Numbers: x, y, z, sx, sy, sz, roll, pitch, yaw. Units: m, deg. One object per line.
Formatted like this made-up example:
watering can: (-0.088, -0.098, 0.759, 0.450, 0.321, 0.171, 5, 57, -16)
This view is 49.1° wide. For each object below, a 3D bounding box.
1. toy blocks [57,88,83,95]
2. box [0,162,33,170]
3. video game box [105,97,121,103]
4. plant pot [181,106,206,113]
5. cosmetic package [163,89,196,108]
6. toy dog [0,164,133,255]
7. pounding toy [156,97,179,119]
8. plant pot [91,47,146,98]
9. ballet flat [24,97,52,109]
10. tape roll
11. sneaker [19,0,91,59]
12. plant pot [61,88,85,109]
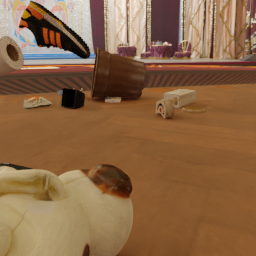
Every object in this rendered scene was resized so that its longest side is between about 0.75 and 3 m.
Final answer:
toy blocks: (-3.637, -2.135, 17.390, 1.585, 0.575, 1.321, -1, 16, -2)
box: (-2.611, 1.174, 6.116, 0.895, 0.556, 0.664, 6, 17, 23)
video game box: (-0.861, -1.649, 16.392, 0.871, 0.204, 0.794, 1, 14, 3)
plant pot: (3.291, -0.944, 14.054, 1.230, 0.169, 1.230, 1, 16, 0)
cosmetic package: (2.876, -1.668, 15.530, 1.029, 0.726, 1.987, 13, 21, 37)
toy dog: (-0.934, 1.320, 3.370, 2.618, 1.884, 2.700, 6, 15, 26)
pounding toy: (1.928, -0.874, 12.780, 0.899, 0.897, 1.568, -5, -2, -15)
plant pot: (-0.598, -3.066, 16.860, 2.960, 2.990, 2.990, 7, 15, -11)
ballet flat: (-4.790, -1.383, 14.926, 1.587, 0.551, 0.551, -15, 22, -43)
tape roll: (-4.269, -2.448, 9.580, 0.812, 1.183, 1.183, -13, 13, 16)
sneaker: (-2.535, -3.093, 9.689, 2.646, 1.190, 0.925, 40, 16, -6)
plant pot: (-2.848, -1.550, 14.860, 1.003, 1.000, 0.890, 11, 6, 33)
